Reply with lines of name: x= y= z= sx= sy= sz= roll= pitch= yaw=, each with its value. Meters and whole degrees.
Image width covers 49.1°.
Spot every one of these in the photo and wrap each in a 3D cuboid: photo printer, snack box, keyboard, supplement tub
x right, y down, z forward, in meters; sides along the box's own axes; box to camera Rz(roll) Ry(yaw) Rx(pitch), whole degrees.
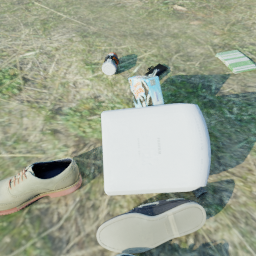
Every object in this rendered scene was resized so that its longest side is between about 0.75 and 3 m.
photo printer: x=0.725 y=0.541 z=7.342 sx=2.757 sy=0.957 sz=2.294 roll=-5 pitch=80 yaw=10
snack box: x=0.589 y=-1.119 z=9.279 sx=0.372 sy=1.167 sz=2.008 roll=-18 pitch=15 yaw=-13
keyboard: x=1.160 y=-2.444 z=12.009 sx=0.672 sy=0.144 sz=1.119 roll=33 pitch=52 yaw=21
supplement tub: x=-0.734 y=-2.767 z=11.986 sx=0.617 sy=0.617 sz=1.007 roll=5 pitch=45 yaw=5

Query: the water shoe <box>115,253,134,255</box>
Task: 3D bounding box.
water shoe: x=0.529 y=3.394 z=5.350 sx=0.937 sy=1.034 sz=2.620 roll=-27 pitch=50 yaw=-25

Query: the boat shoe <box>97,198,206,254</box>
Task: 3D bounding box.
boat shoe: x=0.538 y=2.306 z=6.851 sx=2.620 sy=0.952 sz=0.822 roll=-12 pitch=6 yaw=-6

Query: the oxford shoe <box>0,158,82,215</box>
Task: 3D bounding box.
oxford shoe: x=-2.731 y=1.401 z=7.364 sx=2.930 sy=1.081 sz=1.037 roll=-17 pitch=47 yaw=-16

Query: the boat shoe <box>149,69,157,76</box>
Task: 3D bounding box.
boat shoe: x=0.946 y=-2.100 z=11.425 sx=0.260 sy=0.306 sz=0.842 roll=23 pitch=65 yaw=9

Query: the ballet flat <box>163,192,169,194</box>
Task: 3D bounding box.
ballet flat: x=0.920 y=1.352 z=7.917 sx=0.349 sy=0.388 sz=1.030 roll=-12 pitch=46 yaw=-2

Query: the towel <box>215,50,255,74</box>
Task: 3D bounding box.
towel: x=4.831 y=-2.983 z=12.535 sx=1.230 sy=0.189 sz=1.613 roll=-13 pitch=45 yaw=-13

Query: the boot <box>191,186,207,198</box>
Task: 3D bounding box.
boot: x=1.698 y=1.637 z=7.756 sx=0.688 sy=0.275 sz=0.757 roll=-20 pitch=54 yaw=-17
